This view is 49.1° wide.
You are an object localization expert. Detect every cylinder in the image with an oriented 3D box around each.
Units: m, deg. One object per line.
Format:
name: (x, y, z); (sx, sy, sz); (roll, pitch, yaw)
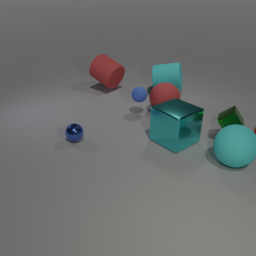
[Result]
cylinder: (2.073, -2.652, 14.700); (1.400, 1.400, 1.400); (-2, 27, 17)
cylinder: (-1.128, -3.059, 15.143); (1.400, 1.400, 1.400); (37, 42, 20)

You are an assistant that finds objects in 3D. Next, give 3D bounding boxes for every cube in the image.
cube: (3.813, -0.277, 10.380); (0.700, 0.700, 0.700); (-30, 11, 32)
cube: (1.794, -0.137, 10.518); (1.400, 1.400, 1.400); (-21, 35, -35)

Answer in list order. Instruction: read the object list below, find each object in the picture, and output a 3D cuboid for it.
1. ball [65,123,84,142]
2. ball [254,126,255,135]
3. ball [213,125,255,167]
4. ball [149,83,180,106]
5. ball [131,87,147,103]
ball: (-2.046, 0.173, 10.692); (0.700, 0.700, 0.700); (0, 28, 0)
ball: (5.209, 0.142, 10.752); (0.700, 0.700, 0.700); (0, 28, 0)
ball: (3.528, 0.586, 9.182); (1.400, 1.400, 1.400); (0, 28, 0)
ball: (1.680, -1.366, 12.781); (1.400, 1.400, 1.400); (0, 28, 0)
ball: (0.505, -1.486, 12.479); (0.700, 0.700, 0.700); (0, 28, 0)
